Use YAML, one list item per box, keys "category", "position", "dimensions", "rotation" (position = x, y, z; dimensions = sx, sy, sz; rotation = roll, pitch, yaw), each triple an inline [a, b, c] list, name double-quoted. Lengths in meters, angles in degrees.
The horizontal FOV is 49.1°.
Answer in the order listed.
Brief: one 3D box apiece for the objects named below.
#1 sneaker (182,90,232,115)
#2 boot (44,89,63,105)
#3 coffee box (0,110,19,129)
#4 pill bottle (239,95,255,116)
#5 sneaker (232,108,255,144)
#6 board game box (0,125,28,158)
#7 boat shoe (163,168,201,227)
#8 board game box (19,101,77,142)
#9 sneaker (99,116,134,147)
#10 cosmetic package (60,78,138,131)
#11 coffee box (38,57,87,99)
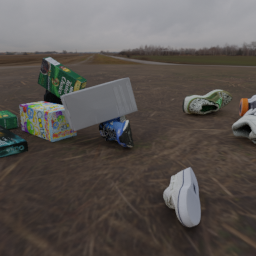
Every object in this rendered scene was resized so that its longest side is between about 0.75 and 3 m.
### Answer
- category: "sneaker"
  position: [3.767, -0.987, 12.500]
  dimensions: [2.635, 1.013, 1.167]
  rotation: [-14, 31, -22]
- category: "boot"
  position: [-3.694, -1.646, 14.398]
  dimensions: [2.017, 0.917, 2.401]
  rotation: [17, 18, 39]
- category: "coffee box"
  position: [-5.317, -0.188, 10.197]
  dimensions: [2.204, 0.485, 1.355]
  rotation: [-11, 19, -36]
- category: "pill bottle"
  position: [5.553, -0.776, 11.170]
  dimensions: [2.031, 1.079, 1.079]
  rotation: [4, 17, 13]
- category: "sneaker"
  position: [4.384, 0.187, 8.310]
  dimensions: [1.137, 1.054, 2.805]
  rotation: [-21, 20, -24]
- category: "board game box"
  position: [-4.305, 0.409, 8.391]
  dimensions: [1.669, 0.347, 2.467]
  rotation: [-14, 21, -39]
- category: "boat shoe"
  position: [0.962, 1.280, 5.207]
  dimensions: [0.587, 0.596, 1.680]
  rotation: [-24, 13, 18]
- category: "board game box"
  position: [-2.763, -0.283, 9.633]
  dimensions: [1.907, 0.982, 1.000]
  rotation: [14, 21, 39]
- category: "sneaker"
  position: [-0.389, 0.164, 8.722]
  dimensions: [0.959, 0.845, 2.152]
  rotation: [-12, 11, -6]
- category: "cosmetic package"
  position: [-0.897, -0.758, 8.684]
  dimensions: [2.131, 1.138, 0.961]
  rotation: [-16, 11, -15]
- category: "coffee box"
  position: [-2.683, -1.866, 11.313]
  dimensions: [2.016, 1.240, 0.443]
  rotation: [34, 34, 12]
